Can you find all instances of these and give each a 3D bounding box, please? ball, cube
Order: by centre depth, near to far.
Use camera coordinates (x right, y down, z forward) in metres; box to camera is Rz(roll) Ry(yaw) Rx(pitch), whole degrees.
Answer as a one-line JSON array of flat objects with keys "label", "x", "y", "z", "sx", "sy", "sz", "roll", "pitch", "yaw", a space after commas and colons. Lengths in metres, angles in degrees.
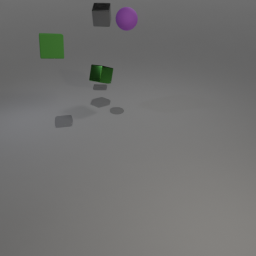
[{"label": "cube", "x": -2.354, "y": -2.529, "z": 8.615, "sx": 0.700, "sy": 0.700, "sz": 0.700, "roll": -4, "pitch": 21, "yaw": -16}, {"label": "ball", "x": -0.042, "y": -3.447, "z": 8.853, "sx": 0.700, "sy": 0.700, "sz": 0.700, "roll": 0, "pitch": 30, "yaw": 0}, {"label": "cube", "x": -1.085, "y": -4.697, "z": 11.619, "sx": 0.700, "sy": 0.700, "sz": 0.700, "roll": 2, "pitch": 48, "yaw": 2}, {"label": "cube", "x": -1.156, "y": -2.310, "z": 12.079, "sx": 0.700, "sy": 0.700, "sz": 0.700, "roll": 17, "pitch": 11, "yaw": 40}]
